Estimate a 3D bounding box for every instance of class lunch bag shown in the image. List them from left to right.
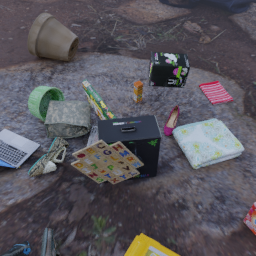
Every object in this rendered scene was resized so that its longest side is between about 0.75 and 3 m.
[{"bbox_3d":[-2.336,-0.351,11.285,1.737,1.021,1.424,-1,45,-4],"label":"lunch bag"}]

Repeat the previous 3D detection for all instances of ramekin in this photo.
[{"bbox_3d":[-3.422,-1.036,11.707,0.736,1.507,1.507,18,47,27],"label":"ramekin"}]

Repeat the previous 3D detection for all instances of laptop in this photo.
[{"bbox_3d":[-4.712,0.609,10.226,1.930,1.194,2.061,21,49,19],"label":"laptop"}]

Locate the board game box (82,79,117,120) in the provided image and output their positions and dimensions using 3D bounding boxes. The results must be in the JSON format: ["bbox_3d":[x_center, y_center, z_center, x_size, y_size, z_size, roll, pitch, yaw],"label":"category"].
[{"bbox_3d":[-0.989,-0.668,10.443,0.286,1.279,2.441,-27,52,-15],"label":"board game box"}]

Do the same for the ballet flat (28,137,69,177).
[{"bbox_3d":[-2.754,1.106,10.182,0.734,0.661,1.949,27,47,4],"label":"ballet flat"}]

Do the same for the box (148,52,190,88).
[{"bbox_3d":[1.617,-2.338,11.335,1.484,1.102,0.922,3,49,-3],"label":"box"}]

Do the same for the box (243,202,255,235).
[{"bbox_3d":[4.891,2.472,8.369,2.425,1.158,1.209,-21,49,-19],"label":"box"}]

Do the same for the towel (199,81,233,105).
[{"bbox_3d":[4.151,-1.689,13.250,1.089,0.169,1.506,-11,46,-10],"label":"towel"}]

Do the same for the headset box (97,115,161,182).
[{"bbox_3d":[0.014,0.670,9.403,1.968,2.261,1.049,-5,45,-6],"label":"headset box"}]

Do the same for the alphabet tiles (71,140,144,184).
[{"bbox_3d":[-0.626,1.144,8.797,1.811,2.176,0.069,-25,45,21],"label":"alphabet tiles"}]

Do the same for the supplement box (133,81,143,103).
[{"bbox_3d":[0.457,-1.621,12.604,0.325,0.978,0.336,-24,53,-22],"label":"supplement box"}]

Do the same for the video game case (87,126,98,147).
[{"bbox_3d":[-0.966,0.426,11.152,1.157,0.146,1.270,4,44,4],"label":"video game case"}]

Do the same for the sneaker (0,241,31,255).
[{"bbox_3d":[-3.252,3.552,7.953,0.954,0.349,0.391,-17,27,-19],"label":"sneaker"}]

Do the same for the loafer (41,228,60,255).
[{"bbox_3d":[-2.123,3.650,7.712,0.544,0.621,1.730,9,49,-19],"label":"loafer"}]

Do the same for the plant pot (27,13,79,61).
[{"bbox_3d":[-3.836,-4.611,14.944,2.035,2.345,2.345,25,48,2],"label":"plant pot"}]

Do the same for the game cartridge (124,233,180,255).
[{"bbox_3d":[0.653,3.873,7.610,1.695,0.275,1.495,24,50,21],"label":"game cartridge"}]

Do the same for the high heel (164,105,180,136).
[{"bbox_3d":[1.791,-0.320,11.513,0.476,0.678,1.410,12,46,12],"label":"high heel"}]

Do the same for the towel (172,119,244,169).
[{"bbox_3d":[3.054,0.519,10.788,2.179,0.525,1.866,-14,46,-13],"label":"towel"}]
